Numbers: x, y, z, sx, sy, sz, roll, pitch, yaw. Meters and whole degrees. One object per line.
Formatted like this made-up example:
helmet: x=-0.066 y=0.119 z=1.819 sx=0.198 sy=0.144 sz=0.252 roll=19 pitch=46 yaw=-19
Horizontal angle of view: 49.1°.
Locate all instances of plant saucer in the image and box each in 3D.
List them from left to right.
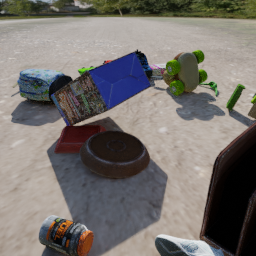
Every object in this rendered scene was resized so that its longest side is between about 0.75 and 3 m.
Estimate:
plant saucer: x=-1.310 y=0.253 z=7.935 sx=1.349 sy=0.248 sz=1.351 roll=-1 pitch=26 yaw=-2
plant saucer: x=-0.312 y=0.543 z=7.013 sx=1.782 sy=0.307 sz=1.782 roll=5 pitch=31 yaw=-3

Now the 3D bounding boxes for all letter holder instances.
letter holder: x=2.572 y=0.899 z=4.801 sx=1.304 sy=1.843 sz=2.594 roll=24 pitch=34 yaw=39

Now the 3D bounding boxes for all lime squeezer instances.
lime squeezer: x=3.588 y=-1.792 z=12.031 sx=0.567 sy=0.303 sz=1.606 roll=-7 pitch=28 yaw=-14

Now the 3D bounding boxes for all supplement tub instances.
supplement tub: x=-1.001 y=1.770 z=4.572 sx=0.805 sy=0.493 sz=0.493 roll=10 pitch=28 yaw=21

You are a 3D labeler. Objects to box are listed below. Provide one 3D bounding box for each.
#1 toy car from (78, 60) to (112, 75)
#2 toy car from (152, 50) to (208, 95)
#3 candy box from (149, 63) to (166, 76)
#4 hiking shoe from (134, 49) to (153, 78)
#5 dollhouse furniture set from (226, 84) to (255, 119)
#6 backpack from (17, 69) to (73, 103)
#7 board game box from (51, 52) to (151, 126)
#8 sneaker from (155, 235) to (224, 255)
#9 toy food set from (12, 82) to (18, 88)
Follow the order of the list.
toy car: x=-1.239 y=-2.722 z=13.606 sx=2.416 sy=0.573 sz=2.567 roll=-13 pitch=29 yaw=-24
toy car: x=2.020 y=-2.424 z=12.090 sx=1.713 sy=1.646 sz=2.086 roll=-27 pitch=24 yaw=-25
candy box: x=1.622 y=-2.984 z=14.316 sx=1.283 sy=0.391 sz=0.875 roll=-10 pitch=27 yaw=-18
hiking shoe: x=0.600 y=-3.166 z=13.921 sx=0.914 sy=1.065 sz=2.457 roll=-7 pitch=27 yaw=-13
dollhouse furniture set: x=4.648 y=-0.620 z=9.596 sx=2.306 sy=0.890 sz=1.152 roll=26 pitch=24 yaw=9
backpack: x=-3.271 y=-1.624 z=10.733 sx=1.892 sy=1.454 sz=1.543 roll=-5 pitch=28 yaw=24
board game box: x=-0.836 y=-1.088 z=8.294 sx=1.843 sy=1.120 sz=2.312 roll=-33 pitch=10 yaw=-38
sneaker: x=0.968 y=1.954 z=4.406 sx=1.125 sy=0.396 sz=0.451 roll=16 pitch=18 yaw=20
toy food set: x=-3.999 y=-1.724 z=11.966 sx=1.571 sy=0.315 sz=1.085 roll=9 pitch=34 yaw=6
